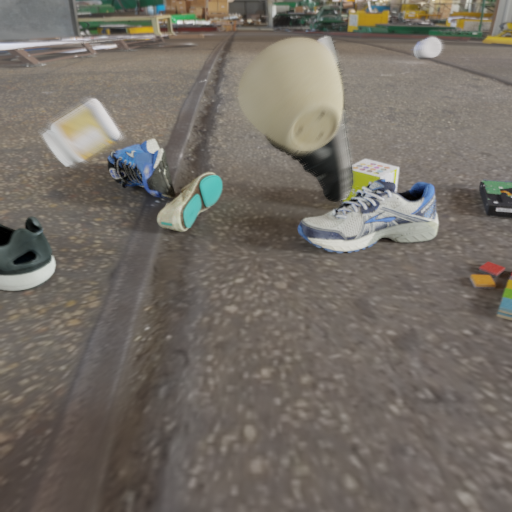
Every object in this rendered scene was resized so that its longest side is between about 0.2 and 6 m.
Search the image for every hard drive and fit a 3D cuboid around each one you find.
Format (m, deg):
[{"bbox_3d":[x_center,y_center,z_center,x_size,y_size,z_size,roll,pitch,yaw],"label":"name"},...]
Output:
[{"bbox_3d":[6.033,-1.349,13.294,1.243,0.337,1.779,6,29,11],"label":"hard drive"}]

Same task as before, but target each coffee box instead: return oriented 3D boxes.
[{"bbox_3d":[2.688,-1.635,13.177,0.941,0.943,0.932,22,35,35],"label":"coffee box"}]

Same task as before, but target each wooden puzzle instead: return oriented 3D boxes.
[{"bbox_3d":[5.108,0.755,9.433,2.955,0.208,1.752,15,31,26],"label":"wooden puzzle"}]

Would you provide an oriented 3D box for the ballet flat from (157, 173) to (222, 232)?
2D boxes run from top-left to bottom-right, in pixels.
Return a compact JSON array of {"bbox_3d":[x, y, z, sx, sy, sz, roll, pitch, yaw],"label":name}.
[{"bbox_3d":[-1.519,-1.301,12.748,0.759,0.821,2.433,0,26,19],"label":"ballet flat"}]

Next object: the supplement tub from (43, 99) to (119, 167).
[{"bbox_3d":[-3.636,-2.547,11.670,1.305,0.944,0.944,-33,33,-3],"label":"supplement tub"}]

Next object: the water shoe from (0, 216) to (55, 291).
[{"bbox_3d":[-5.303,-0.200,10.035,3.373,1.331,1.206,1,28,2],"label":"water shoe"}]

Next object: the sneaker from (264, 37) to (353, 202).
[{"bbox_3d":[0.710,-1.871,8.387,1.210,2.765,1.047,-13,48,5],"label":"sneaker"}]

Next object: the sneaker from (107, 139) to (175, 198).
[{"bbox_3d":[-2.904,-2.064,13.980,1.414,1.246,3.172,-16,23,-13],"label":"sneaker"}]

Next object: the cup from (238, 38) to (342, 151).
[{"bbox_3d":[0.485,-1.669,6.245,1.183,1.183,0.846,-9,52,-17],"label":"cup"}]

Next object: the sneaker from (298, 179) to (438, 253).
[{"bbox_3d":[2.307,-0.959,11.512,3.081,1.313,1.187,-9,29,-15],"label":"sneaker"}]

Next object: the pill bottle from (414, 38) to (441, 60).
[{"bbox_3d":[3.081,-3.740,10.139,0.349,0.349,0.613,-1,14,-1],"label":"pill bottle"}]
